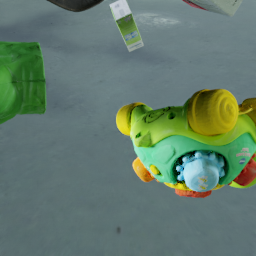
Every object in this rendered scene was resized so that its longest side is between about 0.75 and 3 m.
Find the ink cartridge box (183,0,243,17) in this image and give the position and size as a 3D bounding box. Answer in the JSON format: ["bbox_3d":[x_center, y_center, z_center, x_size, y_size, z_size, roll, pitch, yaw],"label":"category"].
[{"bbox_3d":[0.789,-2.743,4.472,2.060,0.853,1.502,19,22,-25],"label":"ink cartridge box"}]

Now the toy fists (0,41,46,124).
[{"bbox_3d":[-1.322,-0.352,2.372,1.012,0.683,1.985,-6,15,-22],"label":"toy fists"}]

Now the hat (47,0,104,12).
[{"bbox_3d":[-1.164,-3.100,5.418,1.877,0.757,1.877,13,49,-16],"label":"hat"}]

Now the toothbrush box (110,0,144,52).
[{"bbox_3d":[-0.021,-2.808,7.672,0.479,1.114,0.811,-23,54,9],"label":"toothbrush box"}]

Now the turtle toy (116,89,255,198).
[{"bbox_3d":[0.838,0.204,2.949,1.909,0.965,1.391,2,-3,-35],"label":"turtle toy"}]
